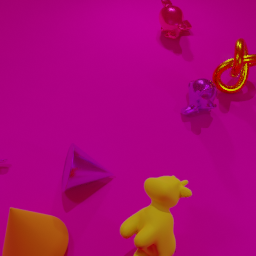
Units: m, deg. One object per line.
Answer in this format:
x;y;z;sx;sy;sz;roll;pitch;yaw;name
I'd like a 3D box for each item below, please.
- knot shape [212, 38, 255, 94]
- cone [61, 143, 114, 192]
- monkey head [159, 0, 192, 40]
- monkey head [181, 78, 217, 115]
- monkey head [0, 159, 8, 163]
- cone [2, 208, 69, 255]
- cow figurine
3.356;-1.805;8.667;1.722;1.611;0.796;8;35;-47;knot shape
-0.916;1.065;6.944;1.197;1.192;1.192;13;50;-18;cone
1.830;-4.073;10.558;1.327;1.111;1.844;-16;61;-11;monkey head
2.038;-0.932;8.262;1.148;0.962;1.596;-20;17;2;monkey head
-3.850;0.929;7.093;1.440;1.036;0.868;-29;90;-22;monkey head
-2.063;1.992;5.578;1.421;1.427;1.421;-5;41;4;cone
0.651;1.829;5.607;1.620;1.646;0.904;-33;25;-29;cow figurine
